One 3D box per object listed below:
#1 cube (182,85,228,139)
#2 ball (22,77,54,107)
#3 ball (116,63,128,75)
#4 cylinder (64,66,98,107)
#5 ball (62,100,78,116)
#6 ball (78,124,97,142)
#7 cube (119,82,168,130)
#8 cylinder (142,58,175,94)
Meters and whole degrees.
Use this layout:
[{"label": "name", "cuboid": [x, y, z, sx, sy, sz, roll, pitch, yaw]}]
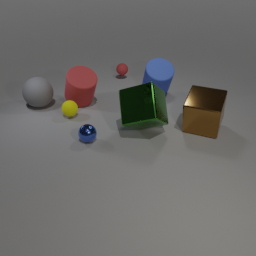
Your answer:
[{"label": "cube", "cuboid": [3.022, -0.655, 11.102, 1.400, 1.400, 1.400, 13, 48, 21]}, {"label": "ball", "cuboid": [-4.214, -1.674, 13.128, 1.400, 1.400, 1.400, 0, 30, 0]}, {"label": "ball", "cuboid": [-0.342, -3.455, 16.457, 0.700, 0.700, 0.700, 0, 30, 0]}, {"label": "cylinder", "cuboid": [-2.220, -1.935, 13.105, 1.400, 1.400, 1.400, 8, 56, -12]}, {"label": "ball", "cuboid": [-2.555, -0.857, 12.289, 0.700, 0.700, 0.700, 0, 30, 0]}, {"label": "ball", "cuboid": [-1.536, 0.198, 10.620, 0.700, 0.700, 0.700, 0, 30, 0]}, {"label": "cube", "cuboid": [0.617, -0.786, 10.774, 1.400, 1.400, 1.400, -11, -12, 24]}, {"label": "cylinder", "cuboid": [1.481, -2.498, 13.961, 1.400, 1.400, 1.400, 2, 62, -4]}]
